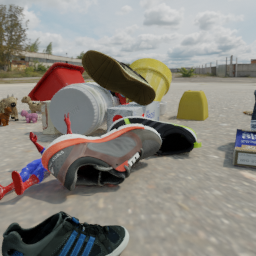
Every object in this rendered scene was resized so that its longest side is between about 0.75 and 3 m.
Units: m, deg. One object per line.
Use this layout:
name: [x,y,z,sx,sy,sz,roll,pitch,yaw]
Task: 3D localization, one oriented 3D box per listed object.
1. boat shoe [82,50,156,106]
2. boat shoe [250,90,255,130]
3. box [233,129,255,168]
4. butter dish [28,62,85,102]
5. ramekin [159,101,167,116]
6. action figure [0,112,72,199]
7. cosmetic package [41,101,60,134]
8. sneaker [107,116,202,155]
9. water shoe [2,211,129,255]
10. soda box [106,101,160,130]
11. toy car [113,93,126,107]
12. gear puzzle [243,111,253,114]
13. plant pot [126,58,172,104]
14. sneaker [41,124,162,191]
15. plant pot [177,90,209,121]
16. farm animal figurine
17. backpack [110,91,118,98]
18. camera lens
boat shoe: [-0.318,-1.722,9.612,2.788,1.021,0.904,33,18,-16]
boat shoe: [4.532,-0.488,8.096,2.604,1.182,0.921,1,3,-36]
box: [3.696,0.453,7.258,1.748,0.468,2.886,5,11,21]
butter dish: [-3.354,-1.830,14.840,2.079,2.806,2.813,52,23,13]
ramekin: [1.244,-0.962,13.655,1.329,0.619,1.329,-1,11,0]
action figure: [-1.740,0.409,5.671,0.782,1.186,2.396,-13,4,18]
cosmetic package: [-2.616,-0.373,9.606,0.481,1.102,0.570,1,9,14]
sneaker: [0.616,0.210,7.283,2.513,0.901,1.041,2,12,9]
water shoe: [-0.641,1.235,3.145,1.429,0.564,0.511,-5,13,-23]
soda box: [0.281,-0.420,10.264,0.987,0.918,2.893,5,13,24]
toy car: [-0.460,-1.232,14.137,1.704,1.570,1.507,-40,44,2]
gear puzzle: [6.117,-0.698,13.578,0.714,0.180,1.378,-8,11,-25]
plant pot: [0.788,-1.681,12.390,2.069,2.069,1.946,3,55,16]
sneaker: [-0.248,0.701,5.560,2.745,1.058,1.124,-10,42,-37]
plant pot: [2.952,-1.060,12.597,1.218,1.246,1.210,6,13,25]
farm animal figurine: [-4.769,-0.872,11.805,2.245,1.184,2.271,9,15,36]
backpack: [-0.977,-1.896,15.670,1.800,1.743,2.146,-1,22,26]
camera lens: [-1.493,-0.678,9.546,1.697,1.697,2.122,3,12,13]
